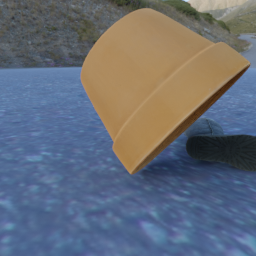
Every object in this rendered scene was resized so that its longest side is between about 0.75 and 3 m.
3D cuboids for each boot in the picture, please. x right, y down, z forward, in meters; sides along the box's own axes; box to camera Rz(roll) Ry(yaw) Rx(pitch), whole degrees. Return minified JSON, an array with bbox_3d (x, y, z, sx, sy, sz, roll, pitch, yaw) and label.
[{"bbox_3d":[2.252,0.285,6.719,1.988,0.794,2.187,12,8,11],"label":"boot"}]

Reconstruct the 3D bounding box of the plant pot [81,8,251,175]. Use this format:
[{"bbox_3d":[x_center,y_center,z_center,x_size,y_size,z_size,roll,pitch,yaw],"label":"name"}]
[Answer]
[{"bbox_3d":[0.475,-0.804,5.285,2.001,2.859,2.859,48,30,9],"label":"plant pot"}]
